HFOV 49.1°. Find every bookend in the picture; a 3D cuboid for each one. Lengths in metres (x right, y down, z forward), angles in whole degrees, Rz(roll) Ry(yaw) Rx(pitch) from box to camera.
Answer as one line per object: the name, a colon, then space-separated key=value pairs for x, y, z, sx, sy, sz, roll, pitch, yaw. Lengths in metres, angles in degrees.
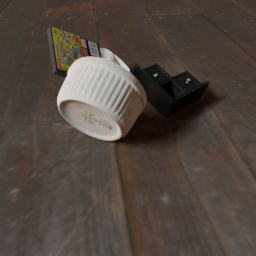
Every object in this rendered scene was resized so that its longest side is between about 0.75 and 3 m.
bookend: x=1.248 y=-1.357 z=8.422 sx=1.654 sy=0.762 sz=1.643 roll=-27 pitch=64 yaw=-31

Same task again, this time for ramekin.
ramekin: x=-0.697 y=-0.589 z=6.794 sx=2.088 sy=2.088 sz=1.096 roll=15 pitch=61 yaw=18

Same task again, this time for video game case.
video game case: x=-1.479 y=-2.087 z=8.234 sx=1.638 sy=0.231 sz=1.813 roll=9 pitch=51 yaw=-35

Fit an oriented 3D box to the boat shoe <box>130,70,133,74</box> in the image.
boat shoe: x=0.104 y=-1.721 z=9.596 sx=0.466 sy=0.375 sz=1.006 roll=1 pitch=29 yaw=14

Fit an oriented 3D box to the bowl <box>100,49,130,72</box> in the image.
bowl: x=-0.936 y=-1.860 z=9.210 sx=1.607 sy=0.600 sz=1.605 roll=-27 pitch=60 yaw=-30
